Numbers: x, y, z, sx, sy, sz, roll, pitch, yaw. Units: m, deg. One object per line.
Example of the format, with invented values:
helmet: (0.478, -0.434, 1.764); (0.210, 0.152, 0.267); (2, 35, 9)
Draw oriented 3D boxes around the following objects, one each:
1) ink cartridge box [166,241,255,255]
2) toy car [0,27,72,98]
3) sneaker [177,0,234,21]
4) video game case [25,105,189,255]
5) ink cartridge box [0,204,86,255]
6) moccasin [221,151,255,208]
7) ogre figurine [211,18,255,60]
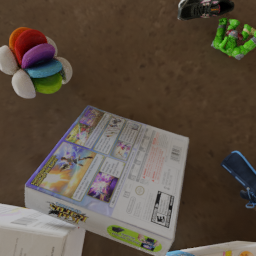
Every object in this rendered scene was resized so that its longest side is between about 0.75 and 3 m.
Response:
ink cartridge box: (1.943, 3.107, 5.620); (2.125, 1.330, 1.366); (-8, 71, -5)
toy car: (-2.336, -1.766, 7.149); (1.585, 1.358, 1.811); (-30, 79, -32)
sneaker: (2.303, -3.533, 8.146); (1.734, 0.696, 0.748); (-19, 38, -8)
video game case: (-0.199, 0.859, 6.015); (2.703, 0.678, 2.982); (19, 36, 5)
ink cartridge box: (-2.453, 2.270, 5.506); (2.901, 2.141, 1.242); (7, 81, 3)
moccasin: (2.898, 1.440, 6.528); (0.650, 0.767, 1.906); (-38, 51, 13)
ogre figurine: (2.952, -2.488, 7.820); (1.500, 0.736, 0.899); (40, 104, 22)
